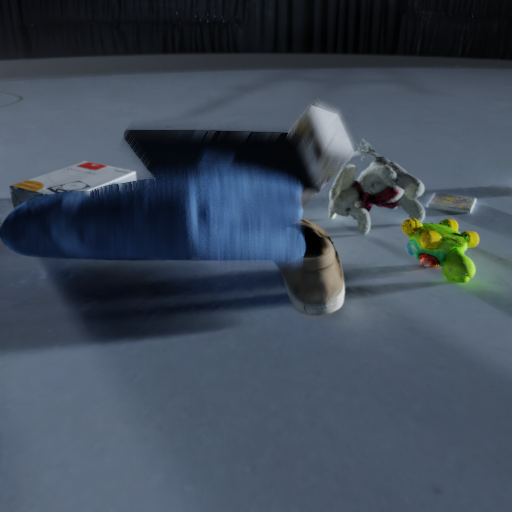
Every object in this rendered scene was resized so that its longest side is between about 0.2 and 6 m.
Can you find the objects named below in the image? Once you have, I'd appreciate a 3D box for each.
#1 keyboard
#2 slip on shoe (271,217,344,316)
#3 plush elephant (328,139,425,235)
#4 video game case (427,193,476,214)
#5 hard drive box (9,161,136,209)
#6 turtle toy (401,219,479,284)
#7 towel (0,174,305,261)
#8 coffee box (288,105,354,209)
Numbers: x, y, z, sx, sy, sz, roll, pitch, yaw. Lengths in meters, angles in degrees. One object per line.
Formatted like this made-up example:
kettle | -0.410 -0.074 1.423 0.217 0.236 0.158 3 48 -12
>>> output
keyboard | -0.503 -1.724 9.773 3.447 1.794 0.683 9 61 26
slip on shoe | 0.802 -0.190 10.211 1.262 1.006 3.320 -10 27 1
plush elephant | 2.420 -1.316 12.364 2.232 1.728 1.838 49 2 18
video game case | 4.883 -1.326 13.961 1.029 0.118 0.937 12 28 24
hard drive box | -4.247 -1.429 13.281 1.799 0.887 2.309 13 28 25
turtle toy | 3.489 -0.110 10.529 1.215 0.842 1.667 -1 26 -20
towel | -1.753 -0.516 8.681 4.714 1.144 2.632 0 -2 40
coffee box | 0.902 -1.810 10.863 0.750 1.879 1.062 9 50 -34
